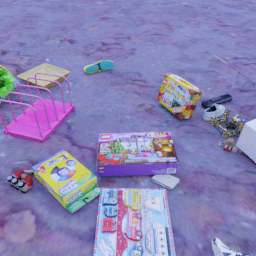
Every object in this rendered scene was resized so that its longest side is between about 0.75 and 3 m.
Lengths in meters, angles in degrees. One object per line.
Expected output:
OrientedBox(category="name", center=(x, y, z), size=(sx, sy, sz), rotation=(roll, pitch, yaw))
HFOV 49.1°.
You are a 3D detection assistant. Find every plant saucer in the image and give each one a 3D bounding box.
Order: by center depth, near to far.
OrientedBox(category="plant saucer", center=(-4.263, -2.582, 14.366), size=(1.923, 0.466, 1.922), rotation=(22, 43, 26))

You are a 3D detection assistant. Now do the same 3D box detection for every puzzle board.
OrientedBox(category="puzzle board", center=(0.164, 2.663, 7.584), size=(2.040, 0.236, 2.707), rotation=(0, 37, 0))

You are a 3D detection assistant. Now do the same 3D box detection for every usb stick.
OrientedBox(category="usb stick", center=(4.064, -1.228, 12.732), size=(1.596, 0.260, 0.443), rotation=(-17, 43, -22))

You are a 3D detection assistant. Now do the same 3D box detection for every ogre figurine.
OrientedBox(category="ogre figurine", center=(-6.136, -2.075, 13.083), size=(1.673, 1.369, 2.791), rotation=(-38, 33, -16))

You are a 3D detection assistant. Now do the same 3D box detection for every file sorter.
OrientedBox(category="file sorter", center=(-3.622, -0.968, 11.255), size=(1.791, 1.616, 2.577), rotation=(11, 38, 15))

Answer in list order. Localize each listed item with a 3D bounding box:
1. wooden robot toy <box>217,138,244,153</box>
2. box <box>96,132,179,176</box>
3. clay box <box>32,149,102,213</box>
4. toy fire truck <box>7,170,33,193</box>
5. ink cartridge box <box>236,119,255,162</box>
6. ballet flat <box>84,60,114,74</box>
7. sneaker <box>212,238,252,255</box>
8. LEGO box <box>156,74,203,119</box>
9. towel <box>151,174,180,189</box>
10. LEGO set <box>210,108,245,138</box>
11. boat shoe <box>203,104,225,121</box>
OrientedBox(category="wooden robot toy", center=(3.733, 0.588, 10.162), size=(0.979, 0.444, 0.431), rotation=(21, 41, 26))
OrientedBox(category="box", center=(0.280, 0.846, 9.660), size=(2.647, 0.517, 1.811), rotation=(-2, 32, -2))
OrientedBox(category="clay box", center=(-1.896, 1.583, 8.720), size=(1.224, 0.507, 2.130), rotation=(-32, 44, -32))
OrientedBox(category="toy fire truck", center=(-3.249, 1.576, 8.882), size=(0.743, 0.543, 0.844), rotation=(19, 51, 24))
OrientedBox(category="ink cartridge box", center=(5.492, 0.413, 9.684), size=(2.727, 1.137, 1.979), rotation=(-18, 45, -25))
OrientedBox(category="ballet flat", center=(-1.624, -3.385, 15.408), size=(1.719, 0.574, 0.576), rotation=(-19, 24, -20))
OrientedBox(category="sneaker", center=(2.608, 3.120, 6.795), size=(0.732, 0.449, 1.125), rotation=(-13, 39, -18))
OrientedBox(category="LEGO box", center=(2.149, -1.362, 11.924), size=(0.676, 1.305, 1.752), rotation=(-3, 32, -35))
OrientedBox(category="towel", center=(1.210, 1.659, 8.971), size=(0.784, 0.135, 0.519), rotation=(23, 39, 34))
OrientedBox(category="LEGO set", center=(3.910, -0.286, 11.048), size=(1.023, 0.771, 1.330), rotation=(-6, 37, -9))
OrientedBox(category="boat shoe", center=(3.698, -0.755, 11.914), size=(1.345, 0.479, 0.469), rotation=(-28, 45, -32))
